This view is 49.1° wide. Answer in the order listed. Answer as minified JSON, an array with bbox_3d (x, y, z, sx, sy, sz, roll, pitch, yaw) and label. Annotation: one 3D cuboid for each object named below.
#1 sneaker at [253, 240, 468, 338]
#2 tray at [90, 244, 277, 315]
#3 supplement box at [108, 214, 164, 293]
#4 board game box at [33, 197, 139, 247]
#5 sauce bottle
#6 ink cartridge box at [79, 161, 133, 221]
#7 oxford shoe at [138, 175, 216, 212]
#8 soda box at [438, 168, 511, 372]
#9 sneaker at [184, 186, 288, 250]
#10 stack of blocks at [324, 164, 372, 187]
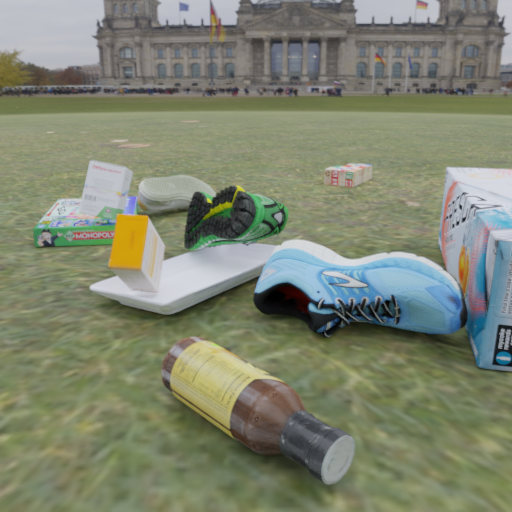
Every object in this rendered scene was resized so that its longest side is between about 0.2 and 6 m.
[{"bbox_3d":[1.138,0.613,6.709,2.635,1.033,1.185,7,38,31],"label":"sneaker"},{"bbox_3d":[-0.795,0.279,8.140,1.538,0.318,2.864,8,19,37],"label":"tray"},{"bbox_3d":[-1.498,-0.004,7.137,0.406,0.696,1.104,3,-19,4],"label":"supplement box"},{"bbox_3d":[-3.316,-0.737,11.325,1.736,0.376,2.580,-3,18,-9],"label":"board game box"},{"bbox_3d":[-0.042,1.278,4.761,0.628,0.628,1.941,-16,26,-40],"label":"sauce bottle"},{"bbox_3d":[-2.739,-1.179,10.233,0.714,0.983,0.430,12,1,5],"label":"ink cartridge box"},{"bbox_3d":[-1.807,-1.356,12.697,2.258,0.652,0.849,-10,53,-51],"label":"oxford shoe"},{"bbox_3d":[3.549,-0.133,7.654,1.602,1.489,4.685,4,18,11],"label":"soda box"},{"bbox_3d":[-0.409,-0.478,8.755,1.038,0.951,2.437,11,-4,-30],"label":"sneaker"},{"bbox_3d":[2.676,-2.360,16.202,0.863,0.439,1.499,11,21,30],"label":"stack of blocks"}]
